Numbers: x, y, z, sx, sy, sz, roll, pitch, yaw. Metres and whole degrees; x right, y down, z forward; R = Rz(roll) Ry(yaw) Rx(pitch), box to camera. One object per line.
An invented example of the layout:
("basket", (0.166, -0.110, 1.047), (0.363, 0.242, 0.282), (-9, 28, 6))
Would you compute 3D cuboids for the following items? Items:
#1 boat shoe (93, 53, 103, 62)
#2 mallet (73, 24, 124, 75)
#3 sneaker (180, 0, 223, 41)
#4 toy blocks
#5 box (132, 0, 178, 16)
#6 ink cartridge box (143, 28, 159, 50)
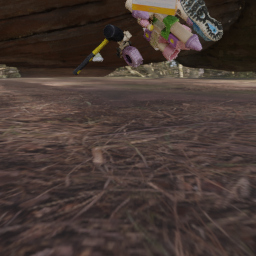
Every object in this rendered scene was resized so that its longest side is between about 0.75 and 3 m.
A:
("boat shoe", (-1.220, -2.785, 11.034), (0.377, 0.325, 1.048), (-3, 14, -14))
("mallet", (-0.982, -2.481, 9.158), (2.163, 0.445, 0.712), (-40, -13, 32))
("sneaker", (1.726, -2.698, 7.024), (0.543, 1.385, 0.623), (-43, 13, -10))
("toy blocks", (1.425, -3.102, 9.230), (2.806, 2.362, 2.622), (-38, -17, -17))
("box", (0.589, -3.125, 5.540), (0.956, 1.606, 0.333), (13, 43, 10))
("ink cartridge box", (1.455, -4.255, 12.208), (0.659, 1.136, 1.539), (-20, 25, 39))
